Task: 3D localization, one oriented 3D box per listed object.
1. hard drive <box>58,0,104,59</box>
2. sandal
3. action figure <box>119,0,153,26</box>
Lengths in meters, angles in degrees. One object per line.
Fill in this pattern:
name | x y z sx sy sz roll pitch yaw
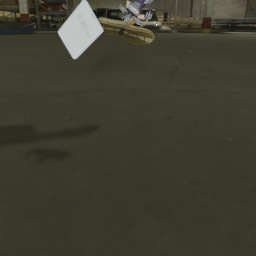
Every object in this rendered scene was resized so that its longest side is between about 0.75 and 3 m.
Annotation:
hard drive | -1.469 -2.937 8.510 1.555 1.026 0.197 -27 4 45
sandal | -0.045 -3.082 8.587 1.924 0.520 0.773 12 -15 -18
action figure | 0.404 -3.409 7.400 1.036 1.593 0.552 43 6 3
